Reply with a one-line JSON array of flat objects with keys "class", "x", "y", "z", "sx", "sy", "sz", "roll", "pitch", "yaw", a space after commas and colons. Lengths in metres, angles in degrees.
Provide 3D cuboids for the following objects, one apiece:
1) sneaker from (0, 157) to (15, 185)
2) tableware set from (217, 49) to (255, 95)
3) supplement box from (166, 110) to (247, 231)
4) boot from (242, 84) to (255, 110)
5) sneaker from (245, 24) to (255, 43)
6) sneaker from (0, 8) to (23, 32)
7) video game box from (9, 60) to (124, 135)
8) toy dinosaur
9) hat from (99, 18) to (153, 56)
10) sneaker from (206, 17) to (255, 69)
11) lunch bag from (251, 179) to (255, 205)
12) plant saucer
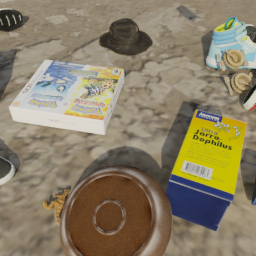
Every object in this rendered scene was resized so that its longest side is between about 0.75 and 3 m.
[{"class": "sneaker", "x": -3.859, "y": 0.493, "z": 5.967, "sx": 2.732, "sy": 1.355, "sz": 0.966, "roll": 13, "pitch": 47, "yaw": 0}, {"class": "tableware set", "x": 3.399, "y": -1.783, "z": 8.575, "sx": 0.966, "sy": 0.293, "sz": 1.462, "roll": -13, "pitch": 81, "yaw": -12}, {"class": "supplement box", "x": 1.652, "y": 0.800, "z": 5.924, "sx": 1.167, "sy": 1.160, "sz": 2.131, "roll": 17, "pitch": 48, "yaw": 16}, {"class": "boot", "x": 4.329, "y": -0.912, "z": 8.024, "sx": 1.411, "sy": 0.708, "sz": 1.956, "roll": 45, "pitch": 77, "yaw": 3}, {"class": "sneaker", "x": 4.279, "y": -3.324, "z": 10.321, "sx": 2.017, "sy": 0.713, "sz": 1.000, "roll": -19, "pitch": 43, "yaw": -24}, {"class": "sneaker", "x": -5.458, "y": -4.282, "z": 11.195, "sx": 2.417, "sy": 0.893, "sz": 0.958, "roll": -23, "pitch": 45, "yaw": -21}, {"class": "video game box", "x": -1.635, "y": -1.001, "z": 8.118, "sx": 2.636, "sy": 0.617, "sz": 2.402, "roll": 8, "pitch": 48, "yaw": 8}, {"class": "toy dinosaur", "x": -1.451, "y": 1.614, "z": 5.730, "sx": 0.539, "sy": 0.307, "sz": 1.015, "roll": 4, "pitch": 46, "yaw": 2}, {"class": "hat", "x": -0.070, "y": -3.610, "z": 10.537, "sx": 2.103, "sy": 0.848, "sz": 2.103, "roll": 0, "pitch": 44, "yaw": 0}, {"class": "sneaker", "x": 3.847, "y": -2.802, "z": 9.133, "sx": 2.420, "sy": 1.580, "sz": 0.962, "roll": -4, "pitch": 30, "yaw": -5}, {"class": "lunch bag", "x": 3.052, "y": 1.236, "z": 5.825, "sx": 0.666, "sy": 0.684, "sz": 1.007, "roll": 21, "pitch": 45, "yaw": 17}, {"class": "plant saucer", "x": -0.305, "y": 1.655, "z": 5.147, "sx": 2.196, "sy": 0.352, "sz": 2.196, "roll": -7, "pitch": 60, "yaw": 13}]
